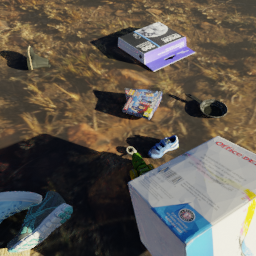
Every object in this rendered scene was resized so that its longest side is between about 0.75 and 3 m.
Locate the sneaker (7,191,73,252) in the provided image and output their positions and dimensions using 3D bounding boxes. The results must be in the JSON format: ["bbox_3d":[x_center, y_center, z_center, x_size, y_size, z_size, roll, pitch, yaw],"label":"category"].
[{"bbox_3d":[-2.343,2.390,7.211,1.931,0.749,0.881,-39,62,-2],"label":"sneaker"}]

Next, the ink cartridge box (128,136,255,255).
[{"bbox_3d":[1.944,2.007,6.798,2.998,2.168,2.207,-23,31,-20],"label":"ink cartridge box"}]

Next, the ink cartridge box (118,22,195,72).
[{"bbox_3d":[1.432,-4.175,14.043,2.826,0.619,2.853,-29,55,-26],"label":"ink cartridge box"}]

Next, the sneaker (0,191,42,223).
[{"bbox_3d":[-3.731,2.417,7.792,2.637,0.975,1.080,-6,70,-6],"label":"sneaker"}]

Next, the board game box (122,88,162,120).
[{"bbox_3d":[0.411,-1.017,11.141,1.483,0.458,1.484,17,54,17],"label":"board game box"}]

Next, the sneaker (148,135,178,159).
[{"bbox_3d":[1.212,0.617,9.614,1.221,0.502,0.451,-27,55,-22],"label":"sneaker"}]

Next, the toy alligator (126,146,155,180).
[{"bbox_3d":[0.431,1.322,8.905,0.768,0.557,2.317,-17,49,-16],"label":"toy alligator"}]

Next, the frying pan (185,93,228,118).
[{"bbox_3d":[3.040,-0.818,11.115,1.752,0.285,1.060,13,47,14],"label":"frying pan"}]

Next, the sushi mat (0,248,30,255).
[{"bbox_3d":[-3.029,3.958,6.728,1.004,0.127,2.099,-3,47,-2],"label":"sushi mat"}]

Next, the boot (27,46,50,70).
[{"bbox_3d":[-4.270,-3.339,13.369,1.008,0.565,1.458,-8,60,-13],"label":"boot"}]
